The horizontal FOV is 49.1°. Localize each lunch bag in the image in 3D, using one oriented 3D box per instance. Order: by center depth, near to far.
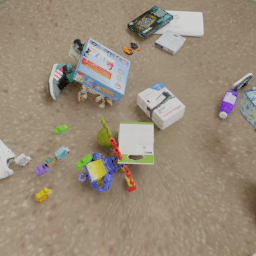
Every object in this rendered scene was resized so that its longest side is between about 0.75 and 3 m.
[{"bbox_3d":[4.421,-0.637,9.639,0.730,0.974,1.145,-10,47,3],"label":"lunch bag"}]

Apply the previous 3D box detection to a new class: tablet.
[{"bbox_3d":[2.465,-5.505,14.566,2.840,0.194,1.848,5,59,3],"label":"tablet"}]

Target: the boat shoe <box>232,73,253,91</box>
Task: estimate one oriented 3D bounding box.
[{"bbox_3d":[5.131,-1.998,12.328,1.133,0.406,0.384,-32,64,-15],"label":"boat shoe"}]

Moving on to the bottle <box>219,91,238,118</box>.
[{"bbox_3d":[4.155,-0.977,11.689,0.540,0.422,1.293,22,62,16],"label":"bottle"}]

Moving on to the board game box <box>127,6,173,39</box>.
[{"bbox_3d":[1.140,-5.408,14.264,1.990,0.280,1.346,-39,61,-16],"label":"board game box"}]

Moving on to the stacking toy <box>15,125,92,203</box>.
[{"bbox_3d":[-2.684,1.208,10.069,2.398,0.563,1.808,-38,66,-6],"label":"stacking toy"}]

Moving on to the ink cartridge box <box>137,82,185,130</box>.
[{"bbox_3d":[1.347,-0.931,11.500,1.202,0.700,1.663,-33,64,-18],"label":"ink cartridge box"}]

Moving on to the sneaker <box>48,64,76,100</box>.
[{"bbox_3d":[-2.713,-2.071,12.175,1.166,0.808,1.932,-5,57,8],"label":"sneaker"}]

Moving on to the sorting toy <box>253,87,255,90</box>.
[{"bbox_3d":[6.236,-1.080,11.670,2.014,0.296,1.489,13,53,12],"label":"sorting toy"}]

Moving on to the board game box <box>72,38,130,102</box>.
[{"bbox_3d":[-1.041,-2.459,11.787,2.123,0.593,2.078,27,50,-21],"label":"board game box"}]

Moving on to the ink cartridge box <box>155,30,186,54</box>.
[{"bbox_3d":[2.106,-4.227,13.767,1.115,0.246,1.136,33,62,18],"label":"ink cartridge box"}]

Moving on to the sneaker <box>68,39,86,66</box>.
[{"bbox_3d":[-1.708,-2.806,12.647,2.384,1.055,0.883,46,44,0],"label":"sneaker"}]

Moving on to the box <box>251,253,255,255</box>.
[{"bbox_3d":[3.409,4.358,8.472,2.121,0.410,0.440,-24,62,-14],"label":"box"}]

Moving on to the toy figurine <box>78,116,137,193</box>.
[{"bbox_3d":[-1.060,1.191,9.835,1.712,1.507,2.857,-25,60,-6],"label":"toy figurine"}]

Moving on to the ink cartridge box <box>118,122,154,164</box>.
[{"bbox_3d":[0.289,0.677,10.476,1.326,0.680,1.794,2,55,1],"label":"ink cartridge box"}]

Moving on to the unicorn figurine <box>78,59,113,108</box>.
[{"bbox_3d":[-1.538,-1.723,11.938,2.094,0.773,1.438,26,61,-15],"label":"unicorn figurine"}]

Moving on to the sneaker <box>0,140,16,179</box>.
[{"bbox_3d":[-4.824,0.880,10.457,1.131,0.850,2.270,-10,64,-19],"label":"sneaker"}]

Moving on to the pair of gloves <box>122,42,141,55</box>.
[{"bbox_3d":[0.163,-3.876,13.642,0.751,0.093,0.669,-33,64,-19],"label":"pair of gloves"}]
